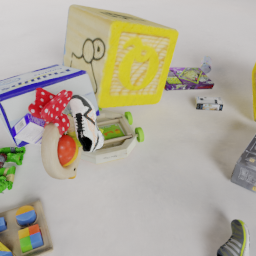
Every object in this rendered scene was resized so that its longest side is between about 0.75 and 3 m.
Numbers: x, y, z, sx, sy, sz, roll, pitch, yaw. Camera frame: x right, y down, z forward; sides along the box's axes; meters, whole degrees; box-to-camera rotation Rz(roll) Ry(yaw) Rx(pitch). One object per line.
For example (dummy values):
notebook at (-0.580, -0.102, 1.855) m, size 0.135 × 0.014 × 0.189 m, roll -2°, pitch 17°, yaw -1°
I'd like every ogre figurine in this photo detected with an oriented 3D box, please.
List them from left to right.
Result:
ogre figurine at (-3.371, 0.929, 7.144) m, size 1.094 × 0.895 × 1.825 m, roll 10°, pitch 46°, yaw -7°

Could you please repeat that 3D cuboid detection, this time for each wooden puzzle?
wooden puzzle at (-2.393, 2.172, 5.801) m, size 1.387 × 0.347 × 1.497 m, roll -15°, pitch 38°, yaw -20°

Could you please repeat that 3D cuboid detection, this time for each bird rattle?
bird rattle at (-1.368, 0.211, 6.209) m, size 1.255 × 2.227 × 1.816 m, roll 2°, pitch 71°, yaw 7°

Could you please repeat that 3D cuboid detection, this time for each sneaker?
sneaker at (-0.959, -0.084, 6.228) m, size 0.501 × 1.360 × 0.544 m, roll -16°, pitch 12°, yaw 27°
sneaker at (2.031, 2.345, 5.436) m, size 0.572 × 0.522 × 1.412 m, roll 7°, pitch 34°, yaw 15°

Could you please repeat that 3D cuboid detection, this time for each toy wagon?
toy wagon at (-0.880, -0.005, 8.751) m, size 2.214 × 0.565 × 2.853 m, roll -11°, pitch 36°, yaw -16°

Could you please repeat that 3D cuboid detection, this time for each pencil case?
pencil case at (3.611, -2.945, 12.994) m, size 0.489 × 0.533 × 1.175 m, roll -27°, pitch 20°, yaw 31°

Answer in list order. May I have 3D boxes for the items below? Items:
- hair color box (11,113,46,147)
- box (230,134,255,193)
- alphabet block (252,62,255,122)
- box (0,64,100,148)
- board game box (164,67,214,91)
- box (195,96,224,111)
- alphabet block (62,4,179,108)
hair color box at (-2.005, 0.091, 6.261) m, size 0.538 × 0.985 × 0.319 m, roll -39°, pitch 54°, yaw 13°
box at (4.466, 1.104, 6.999) m, size 2.965 × 0.717 × 2.348 m, roll 23°, pitch 41°, yaw 30°
alphabet block at (5.708, -1.739, 8.901) m, size 2.699 × 2.650 × 2.636 m, roll 8°, pitch 53°, yaw 11°
box at (-2.681, -0.874, 8.600) m, size 2.539 × 1.448 × 2.760 m, roll -24°, pitch 27°, yaw -26°
board game box at (2.266, -2.039, 11.461) m, size 2.211 × 0.357 × 1.327 m, roll -4°, pitch 48°, yaw -21°
box at (2.963, -0.904, 10.274) m, size 0.945 × 0.284 × 0.551 m, roll 4°, pitch 35°, yaw 5°
alphabet block at (-0.419, -2.594, 10.074) m, size 2.848 × 2.833 × 2.900 m, roll -9°, pitch 35°, yaw -36°
